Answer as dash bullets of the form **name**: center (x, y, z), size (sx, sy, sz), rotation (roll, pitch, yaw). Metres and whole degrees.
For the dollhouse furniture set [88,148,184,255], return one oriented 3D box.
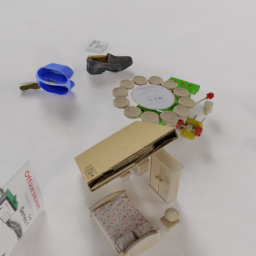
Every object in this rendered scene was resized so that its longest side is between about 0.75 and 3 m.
- **dollhouse furniture set**: center (-0.150, 1.639, 6.948), size (2.885, 1.409, 2.460), rotation (-24, 45, -26)

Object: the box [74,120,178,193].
- **box**: center (-0.231, 0.546, 7.313), size (2.309, 0.300, 2.824), rotation (-31, 12, -11)

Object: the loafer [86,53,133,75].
- **loafer**: center (-0.828, -3.057, 12.899), size (2.224, 0.804, 0.810), rotation (-14, 50, -13)

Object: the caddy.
- **caddy**: center (-2.970, -1.977, 11.478), size (1.629, 1.152, 0.855), rotation (14, 36, 17)

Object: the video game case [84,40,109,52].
- **video game case**: center (-1.717, -4.494, 15.240), size (1.004, 0.131, 1.103), rotation (14, 42, 16)

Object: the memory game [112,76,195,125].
- **memory game**: center (0.877, -1.066, 10.035), size (2.988, 0.190, 2.988), rotation (3, 41, -3)

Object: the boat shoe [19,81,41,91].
- **boat shoe**: center (-4.107, -1.825, 11.904), size (0.985, 0.359, 0.310), rotation (-12, 46, -3)

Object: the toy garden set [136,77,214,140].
- **toy garden set**: center (1.977, -0.735, 10.462), size (2.497, 0.598, 2.995), rotation (23, 45, 28)

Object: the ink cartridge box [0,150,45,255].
- **ink cartridge box**: center (-3.112, 1.975, 6.203), size (1.061, 1.837, 2.515), rotation (14, 43, 18)
